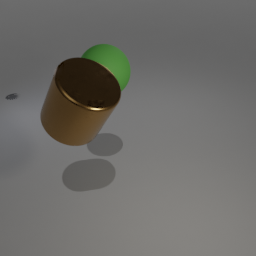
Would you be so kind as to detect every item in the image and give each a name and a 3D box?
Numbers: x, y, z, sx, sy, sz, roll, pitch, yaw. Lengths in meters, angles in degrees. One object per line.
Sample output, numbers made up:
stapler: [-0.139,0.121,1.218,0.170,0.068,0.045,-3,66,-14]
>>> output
ball: [-0.631,-1.508,7.454,1.400,1.400,1.400,0,32,0]
cylinder: [-1.051,-0.539,6.068,1.400,1.400,1.400,16,50,-20]
